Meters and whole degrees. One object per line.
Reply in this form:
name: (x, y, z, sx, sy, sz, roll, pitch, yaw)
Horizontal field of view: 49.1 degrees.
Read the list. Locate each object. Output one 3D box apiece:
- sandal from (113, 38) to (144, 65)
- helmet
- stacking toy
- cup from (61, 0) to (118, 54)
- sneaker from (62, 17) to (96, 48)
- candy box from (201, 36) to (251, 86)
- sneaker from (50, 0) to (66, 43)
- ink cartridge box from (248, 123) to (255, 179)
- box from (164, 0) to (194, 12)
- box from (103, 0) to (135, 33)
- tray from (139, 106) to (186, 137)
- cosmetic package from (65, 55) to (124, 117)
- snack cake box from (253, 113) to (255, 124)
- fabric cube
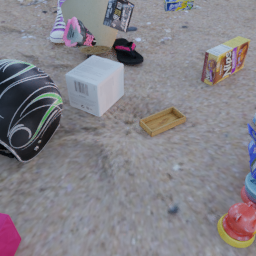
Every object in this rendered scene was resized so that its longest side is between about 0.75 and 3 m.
sandal: (-0.132, -3.651, 12.730, 1.048, 0.629, 2.792, -13, 43, -15)
helmet: (-3.182, -0.618, 7.956, 2.729, 2.729, 2.602, 18, 61, 20)
stacking toy: (3.233, 1.892, 6.180, 1.868, 0.872, 2.064, 27, 48, 28)
cup: (-1.506, -4.352, 12.286, 2.645, 1.891, 2.645, -5, 1, 0)
sneaker: (-1.401, -2.820, 8.590, 1.024, 0.849, 2.148, 18, 18, -23)
candy box: (3.882, -2.687, 11.138, 2.193, 1.279, 0.619, -28, 47, -28)
sneaker: (-3.351, -5.512, 14.090, 1.074, 1.690, 2.963, 2, 42, -1)
ink cartridge box: (3.900, 0.810, 6.568, 2.594, 0.990, 1.770, 26, 28, 9)
box: (1.511, -3.684, 8.352, 0.857, 0.300, 0.275, -6, 47, -1)
box: (-0.263, -3.394, 8.351, 0.277, 0.878, 1.113, 23, 16, 22)
tray: (1.131, -0.225, 9.091, 1.389, 0.257, 0.685, -22, 45, -24)
cosmetic package: (-1.090, -1.490, 9.719, 1.330, 1.322, 1.590, 22, 46, 23)
snack cake box: (4.833, 0.097, 8.395, 1.144, 0.668, 1.988, -5, 41, -9)
fabric cube: (-2.930, 2.374, 5.443, 1.111, 1.132, 1.129, 6, 43, 6)
